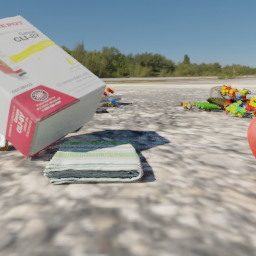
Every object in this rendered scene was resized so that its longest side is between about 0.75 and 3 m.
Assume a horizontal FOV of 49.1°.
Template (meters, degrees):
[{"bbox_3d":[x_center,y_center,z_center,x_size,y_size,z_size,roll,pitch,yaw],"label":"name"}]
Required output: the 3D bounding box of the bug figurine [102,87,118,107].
[{"bbox_3d":[-0.954,-1.609,13.096,1.116,0.370,1.439,30,26,-33],"label":"bug figurine"}]

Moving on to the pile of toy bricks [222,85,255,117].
[{"bbox_3d":[3.884,-0.753,9.894,0.954,1.072,1.933,-32,38,-14],"label":"pile of toy bricks"}]

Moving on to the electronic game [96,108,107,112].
[{"bbox_3d":[-1.205,-0.694,11.050,0.771,0.161,0.771,4,10,-1],"label":"electronic game"}]

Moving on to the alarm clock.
[{"bbox_3d":[3.978,-1.338,11.537,1.395,0.688,2.068,12,-4,30],"label":"alarm clock"}]

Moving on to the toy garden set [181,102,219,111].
[{"bbox_3d":[2.959,-0.880,11.811,1.209,0.289,1.450,1,11,-4],"label":"toy garden set"}]

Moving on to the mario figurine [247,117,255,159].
[{"bbox_3d":[2.789,0.040,3.600,2.586,1.371,1.596,5,-26,-14],"label":"mario figurine"}]

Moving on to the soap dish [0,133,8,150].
[{"bbox_3d":[-2.644,0.076,5.527,0.592,0.752,0.305,-2,-14,-8],"label":"soap dish"}]

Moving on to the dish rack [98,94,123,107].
[{"bbox_3d":[-1.600,-1.446,14.095,2.110,0.535,2.459,5,12,28],"label":"dish rack"}]

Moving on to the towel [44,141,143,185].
[{"bbox_3d":[-0.510,0.505,4.581,1.350,0.278,1.809,1,8,-4],"label":"towel"}]

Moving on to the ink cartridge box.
[{"bbox_3d":[-1.984,-0.923,5.351,2.508,1.046,1.820,39,42,11],"label":"ink cartridge box"}]
